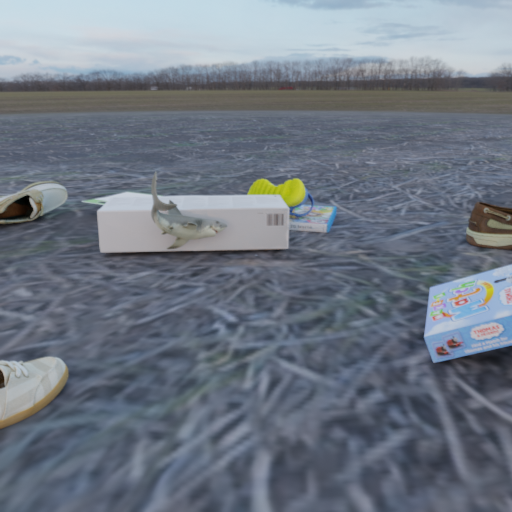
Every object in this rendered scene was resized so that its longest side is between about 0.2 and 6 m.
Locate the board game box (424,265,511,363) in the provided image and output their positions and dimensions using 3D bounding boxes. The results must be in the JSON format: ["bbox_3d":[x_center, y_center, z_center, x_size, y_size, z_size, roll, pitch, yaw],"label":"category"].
[{"bbox_3d":[2.808,0.450,5.902,1.954,0.358,1.478,-20,9,24],"label":"board game box"}]

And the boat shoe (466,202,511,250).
[{"bbox_3d":[4.750,-0.527,9.281,2.320,0.858,0.857,4,18,11],"label":"boat shoe"}]

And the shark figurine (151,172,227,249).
[{"bbox_3d":[-1.259,-0.636,8.365,0.948,0.662,1.587,-24,-27,22],"label":"shark figurine"}]

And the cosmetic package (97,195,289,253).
[{"bbox_3d":[-1.020,-0.558,9.513,3.040,0.770,1.255,-1,18,-4],"label":"cosmetic package"}]

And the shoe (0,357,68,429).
[{"bbox_3d":[-2.235,1.178,4.698,0.557,0.425,1.593,10,20,27],"label":"shoe"}]

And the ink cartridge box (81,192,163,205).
[{"bbox_3d":[-2.780,-1.060,11.787,1.034,0.341,1.422,10,20,28],"label":"ink cartridge box"}]

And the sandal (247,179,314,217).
[{"bbox_3d":[0.461,-1.069,10.921,0.761,0.694,1.747,28,-9,-38],"label":"sandal"}]

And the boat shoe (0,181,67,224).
[{"bbox_3d":[-4.525,-0.989,11.162,0.638,0.697,1.864,20,34,35],"label":"boat shoe"}]

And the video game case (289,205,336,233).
[{"bbox_3d":[0.453,-0.808,11.250,2.175,0.194,1.556,4,19,12],"label":"video game case"}]
